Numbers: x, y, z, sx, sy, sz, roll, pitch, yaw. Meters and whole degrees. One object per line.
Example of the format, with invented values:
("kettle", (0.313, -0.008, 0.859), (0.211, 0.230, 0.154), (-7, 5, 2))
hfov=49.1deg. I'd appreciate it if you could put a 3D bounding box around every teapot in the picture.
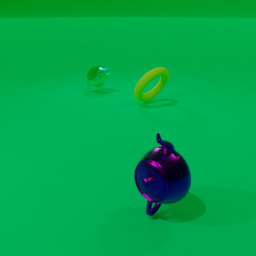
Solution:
("teapot", (0.485, 0.719, 4.321), (0.917, 1.475, 0.722), (24, 25, 39))
("teapot", (-1.196, -1.952, 11.000), (1.380, 0.676, 0.858), (-28, 53, 22))

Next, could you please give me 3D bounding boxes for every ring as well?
("ring", (0.801, -1.442, 9.436), (1.415, 1.415, 0.283), (-20, 60, -38))
